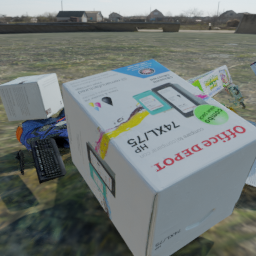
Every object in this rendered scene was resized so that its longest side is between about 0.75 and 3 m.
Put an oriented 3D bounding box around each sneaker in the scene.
[{"bbox_3d":[-1.495,0.049,7.088,2.401,0.904,0.942,-26,64,-23],"label":"sneaker"}]

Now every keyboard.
[{"bbox_3d":[-1.820,0.637,5.686,0.884,0.143,1.391,-16,34,-18],"label":"keyboard"}]

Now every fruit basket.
[{"bbox_3d":[2.247,0.384,6.117,2.252,1.055,2.086,23,43,17],"label":"fruit basket"}]

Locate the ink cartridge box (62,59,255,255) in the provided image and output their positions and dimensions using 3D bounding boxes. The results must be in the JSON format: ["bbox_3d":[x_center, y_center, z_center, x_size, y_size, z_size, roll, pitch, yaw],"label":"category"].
[{"bbox_3d":[0.336,0.364,4.291,1.754,1.745,2.390,-21,45,-25],"label":"ink cartridge box"}]

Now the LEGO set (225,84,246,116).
[{"bbox_3d":[1.902,-0.194,7.617,2.570,1.182,0.957,-24,9,-2],"label":"LEGO set"}]

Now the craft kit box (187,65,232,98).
[{"bbox_3d":[1.029,-0.696,7.196,2.629,0.638,2.596,-19,5,38],"label":"craft kit box"}]

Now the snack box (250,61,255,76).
[{"bbox_3d":[3.911,-0.768,6.986,0.604,2.280,1.622,-31,-3,30],"label":"snack box"}]

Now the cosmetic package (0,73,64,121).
[{"bbox_3d":[-2.268,-0.736,6.659,1.072,0.885,0.884,-4,22,16],"label":"cosmetic package"}]
